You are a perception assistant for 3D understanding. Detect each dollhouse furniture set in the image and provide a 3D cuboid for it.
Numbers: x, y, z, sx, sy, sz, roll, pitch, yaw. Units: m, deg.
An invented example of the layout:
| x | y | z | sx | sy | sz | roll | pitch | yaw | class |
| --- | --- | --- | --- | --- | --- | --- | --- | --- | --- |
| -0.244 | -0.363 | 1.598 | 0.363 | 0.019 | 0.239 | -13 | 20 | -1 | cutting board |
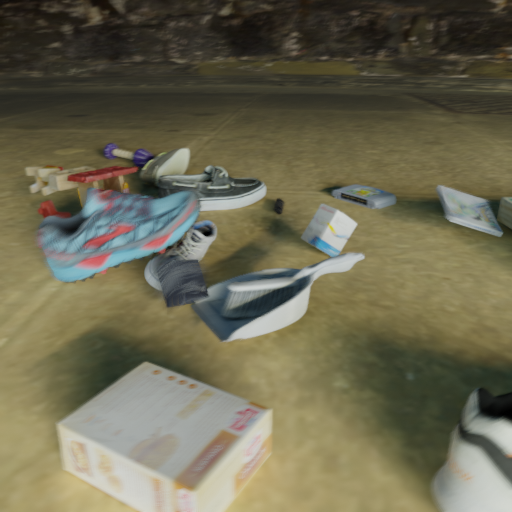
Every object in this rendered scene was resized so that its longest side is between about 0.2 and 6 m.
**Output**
| x | y | z | sx | sy | sz | roll | pitch | yaw | class |
| --- | --- | --- | --- | --- | --- | --- | --- | --- | --- |
| -3.440 | -1.078 | 11.271 | 1.097 | 1.452 | 2.698 | -21 | 24 | -40 | dollhouse furniture set |

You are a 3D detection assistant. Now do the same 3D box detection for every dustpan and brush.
| x | y | z | sx | sy | sz | roll | pitch | yaw | class |
| --- | --- | --- | --- | --- | --- | --- | --- | --- | --- |
| 0.453 | 0.440 | 8.151 | 2.550 | 0.730 | 1.780 | -8 | 15 | -20 | dustpan and brush |

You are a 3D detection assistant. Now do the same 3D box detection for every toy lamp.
| x | y | z | sx | sy | sz | roll | pitch | yaw | class |
| --- | --- | --- | --- | --- | --- | --- | --- | --- | --- |
| -3.846 | -3.040 | 17.032 | 1.996 | 0.581 | 0.581 | 16 | 27 | 39 | toy lamp |

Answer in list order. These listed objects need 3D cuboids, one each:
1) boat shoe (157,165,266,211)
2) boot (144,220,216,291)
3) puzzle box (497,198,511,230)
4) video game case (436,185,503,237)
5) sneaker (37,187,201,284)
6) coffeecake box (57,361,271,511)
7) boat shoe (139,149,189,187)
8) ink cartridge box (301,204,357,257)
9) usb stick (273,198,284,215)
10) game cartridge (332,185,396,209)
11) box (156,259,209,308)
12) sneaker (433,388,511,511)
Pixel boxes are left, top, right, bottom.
| x | y | z | sx | sy | sz | roll | pitch | yaw | class |
| --- | --- | --- | --- | --- | --- | --- | --- | --- | --- |
| -0.981 | -1.617 | 13.032 | 2.695 | 0.956 | 0.972 | -12 | 25 | -26 | boat shoe |
| -1.212 | -0.098 | 9.341 | 0.645 | 0.838 | 1.753 | 36 | 26 | -1 | boot |
| 6.597 | -0.229 | 9.914 | 2.792 | 0.533 | 4.196 | -1 | 22 | -4 | puzzle box |
| 4.316 | -0.932 | 11.398 | 1.134 | 0.137 | 1.244 | 16 | 37 | -9 | video game case |
| -2.263 | -0.567 | 9.199 | 2.742 | 1.310 | 1.088 | -24 | 32 | -4 | sneaker |
| -0.847 | 1.764 | 5.384 | 1.610 | 0.588 | 1.236 | 13 | 26 | 29 | coffeecake box |
| -2.444 | -2.469 | 15.304 | 0.662 | 0.791 | 2.213 | 11 | 28 | 11 | boat shoe |
| 1.332 | -0.458 | 10.235 | 0.557 | 0.770 | 0.567 | 29 | 4 | -31 | ink cartridge box |
| 0.524 | -1.150 | 12.929 | 0.219 | 0.129 | 0.791 | 38 | 22 | -9 | usb stick |
| 2.641 | -1.455 | 13.594 | 0.911 | 0.276 | 1.366 | -14 | 27 | -39 | game cartridge |
| -1.085 | 0.397 | 8.260 | 0.361 | 0.615 | 0.605 | -23 | -10 | 31 | box |
| 3.092 | 1.669 | 4.878 | 3.014 | 1.206 | 1.111 | -4 | 21 | -12 | sneaker |
